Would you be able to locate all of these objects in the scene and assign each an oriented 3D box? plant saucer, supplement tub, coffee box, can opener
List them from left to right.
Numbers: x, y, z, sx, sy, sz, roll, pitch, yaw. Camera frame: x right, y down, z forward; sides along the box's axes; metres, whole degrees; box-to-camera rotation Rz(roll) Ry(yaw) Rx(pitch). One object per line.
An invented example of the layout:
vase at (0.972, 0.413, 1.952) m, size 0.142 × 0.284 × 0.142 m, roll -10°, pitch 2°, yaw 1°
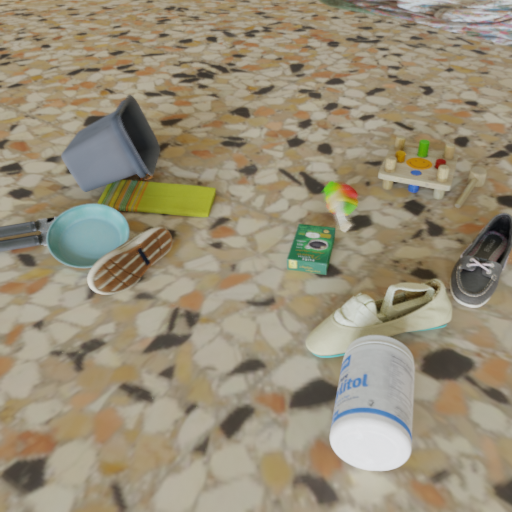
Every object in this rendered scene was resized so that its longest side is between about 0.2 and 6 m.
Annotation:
can opener at (-4.507, -0.433, 11.230) m, size 2.021 × 0.539 × 0.676 m, roll -11°, pitch 6°, yaw -13°
plant saucer at (-3.243, -0.338, 10.892) m, size 1.552 × 0.279 × 1.552 m, roll 3°, pitch 55°, yaw -4°
coffee box at (1.082, -0.148, 10.889) m, size 0.784 × 0.280 × 1.275 m, roll 7°, pitch 37°, yaw 11°
supplement tub at (1.587, 1.947, 7.519) m, size 1.026 × 1.026 × 1.556 m, roll 8°, pitch 38°, yaw 11°

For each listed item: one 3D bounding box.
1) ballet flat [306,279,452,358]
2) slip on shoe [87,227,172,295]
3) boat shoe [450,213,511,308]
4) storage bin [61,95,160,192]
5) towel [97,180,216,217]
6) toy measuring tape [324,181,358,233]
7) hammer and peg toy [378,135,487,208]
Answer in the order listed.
ballet flat at (1.987, 0.904, 9.027) m, size 2.583 × 0.897 × 0.897 m, roll -13°, pitch 39°, yaw -17°
slip on shoe at (-2.379, 0.071, 10.330) m, size 0.585 × 0.734 × 1.931 m, roll -3°, pitch 32°, yaw 42°
boat shoe at (4.212, -0.003, 10.350) m, size 0.822 × 0.701 × 2.459 m, roll 21°, pitch 42°, yaw 26°
storage bin at (-3.273, -2.387, 12.827) m, size 1.615 × 1.750 × 2.404 m, roll -22°, pitch 28°, yaw 8°
towel at (-2.194, -1.249, 12.444) m, size 2.494 × 0.225 × 1.073 m, roll 5°, pitch 43°, yaw 5°
toy measuring tape at (1.854, -0.974, 11.577) m, size 0.693 × 0.693 × 1.883 m, roll -3°, pitch 35°, yaw -4°
hammer and peg toy at (4.087, -1.990, 12.876) m, size 2.302 × 0.812 × 1.693 m, roll 14°, pitch 39°, yaw 18°
